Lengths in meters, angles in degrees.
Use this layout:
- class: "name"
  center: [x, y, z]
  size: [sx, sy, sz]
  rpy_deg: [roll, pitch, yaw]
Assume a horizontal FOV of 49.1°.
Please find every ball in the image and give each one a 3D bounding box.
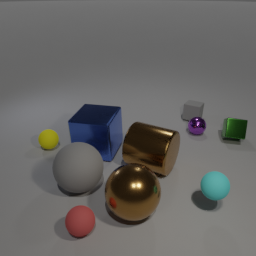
- class: "ball"
  center: [-2.806, 0.396, 9.899]
  size: [0.700, 0.700, 0.700]
  rpy_deg: [0, 28, 0]
- class: "ball"
  center: [2.671, -0.090, 10.835]
  size: [0.700, 0.700, 0.700]
  rpy_deg: [0, 28, 0]
- class: "ball"
  center: [2.145, 1.421, 6.896]
  size: [0.700, 0.700, 0.700]
  rpy_deg: [0, 28, 0]
- class: "ball"
  center: [0.120, 1.575, 6.950]
  size: [1.400, 1.400, 1.400]
  rpy_deg: [0, 28, 0]
- class: "ball"
  center: [-1.385, 1.094, 7.819]
  size: [1.400, 1.400, 1.400]
  rpy_deg: [0, 28, 0]
- class: "ball"
  center: [-1.118, 2.175, 6.564]
  size: [0.700, 0.700, 0.700]
  rpy_deg: [0, 28, 0]

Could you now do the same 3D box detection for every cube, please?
- class: "cube"
  center: [-1.054, 0.116, 9.623]
  size: [1.400, 1.400, 1.400]
  rpy_deg: [6, 30, 15]
- class: "cube"
  center: [3.910, 0.028, 10.312]
  size: [0.700, 0.700, 0.700]
  rpy_deg: [8, -1, 7]
- class: "cube"
  center: [2.791, -0.735, 11.981]
  size: [0.700, 0.700, 0.700]
  rpy_deg: [14, 26, 25]

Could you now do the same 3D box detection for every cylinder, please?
- class: "cylinder"
  center: [0.741, 0.619, 8.738]
  size: [1.400, 1.400, 1.400]
  rpy_deg: [14, 31, 24]
